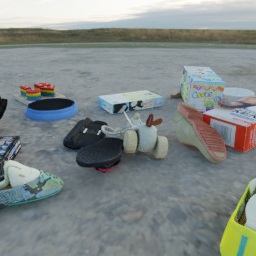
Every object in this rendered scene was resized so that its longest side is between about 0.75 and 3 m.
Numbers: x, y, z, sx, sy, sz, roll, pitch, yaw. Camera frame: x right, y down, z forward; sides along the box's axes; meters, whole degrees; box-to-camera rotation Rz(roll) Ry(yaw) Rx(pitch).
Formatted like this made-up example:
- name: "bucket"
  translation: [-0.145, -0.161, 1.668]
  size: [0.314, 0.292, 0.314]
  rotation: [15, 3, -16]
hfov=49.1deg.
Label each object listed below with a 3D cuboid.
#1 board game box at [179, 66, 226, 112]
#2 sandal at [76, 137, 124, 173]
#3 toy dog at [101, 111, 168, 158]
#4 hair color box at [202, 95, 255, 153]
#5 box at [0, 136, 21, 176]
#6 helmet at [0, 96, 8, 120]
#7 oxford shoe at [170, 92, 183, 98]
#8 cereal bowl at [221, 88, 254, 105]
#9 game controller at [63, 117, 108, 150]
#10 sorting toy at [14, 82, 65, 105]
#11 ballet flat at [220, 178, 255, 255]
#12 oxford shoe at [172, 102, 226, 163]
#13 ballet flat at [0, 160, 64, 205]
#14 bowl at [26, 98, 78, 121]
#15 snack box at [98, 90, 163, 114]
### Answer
- name: "board game box"
  translation: [3.212, -1.804, 12.527]
  size: [1.343, 1.319, 2.561]
  rotation: [4, 26, -1]
- name: "sandal"
  translation: [-0.599, 0.760, 7.509]
  size: [1.023, 0.614, 2.725]
  rotation: [9, 8, 9]
- name: "toy dog"
  translation: [0.378, -0.066, 8.396]
  size: [1.651, 1.205, 2.503]
  rotation: [3, 19, -31]
- name: "hair color box"
  translation: [3.982, -0.266, 9.267]
  size: [2.865, 0.916, 1.589]
  rotation: [-18, 27, -34]
- name: "box"
  translation: [-4.040, 0.732, 7.484]
  size: [1.874, 0.466, 1.860]
  rotation: [-2, 20, -7]
- name: "helmet"
  translation: [-5.150, -0.775, 9.565]
  size: [1.833, 1.833, 1.748]
  rotation: [-18, 21, -38]
- name: "oxford shoe"
  translation: [2.463, -1.634, 13.888]
  size: [0.784, 0.279, 0.280]
  rotation: [-2, 23, 1]
- name: "cereal bowl"
  translation: [4.745, -1.312, 12.507]
  size: [1.600, 0.666, 1.600]
  rotation: [0, 21, 0]
- name: "game controller"
  translation: [-1.308, 0.193, 9.157]
  size: [1.108, 0.447, 2.124]
  rotation: [16, 23, 1]
- name: "sorting toy"
  translation: [-4.295, -1.712, 13.564]
  size: [1.836, 0.639, 1.825]
  rotation: [-17, 27, -38]
- name: "ballet flat"
  translation: [2.488, 1.414, 5.083]
  size: [0.968, 0.971, 2.898]
  rotation: [14, 25, 35]
- name: "oxford shoe"
  translation: [2.066, 0.258, 8.453]
  size: [0.892, 0.930, 2.520]
  rotation: [14, 32, -25]
- name: "ballet flat"
  translation: [-2.711, 1.154, 5.803]
  size: [2.706, 1.004, 1.004]
  rotation: [-9, 23, -24]
- name: "bowl"
  translation: [-3.155, -0.818, 11.599]
  size: [2.091, 0.410, 2.091]
  rotation: [0, 21, 0]
- name: "snack box"
  translation: [0.118, -1.191, 12.456]
  size: [2.534, 0.470, 1.472]
  rotation: [-11, 24, -26]
